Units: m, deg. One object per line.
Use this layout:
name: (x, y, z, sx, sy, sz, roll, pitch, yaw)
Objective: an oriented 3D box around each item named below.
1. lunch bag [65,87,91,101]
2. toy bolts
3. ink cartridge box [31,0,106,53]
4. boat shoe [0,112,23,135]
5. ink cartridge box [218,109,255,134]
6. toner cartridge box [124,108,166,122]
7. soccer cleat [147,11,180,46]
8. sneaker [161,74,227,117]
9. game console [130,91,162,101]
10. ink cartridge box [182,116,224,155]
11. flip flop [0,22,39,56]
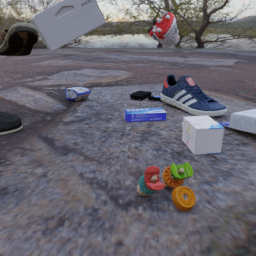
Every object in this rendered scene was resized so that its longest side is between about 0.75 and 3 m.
lunch bag: (-2.254, -1.549, 12.643, 0.922, 0.571, 0.783, 6, 18, 39)
toy bolts: (0.683, 1.165, 5.311, 1.017, 0.706, 0.972, 3, 58, -21)
ink cartridge box: (-2.037, -3.862, 10.015, 2.104, 1.214, 2.900, -28, 23, 3)
boat shoe: (-4.677, -0.350, 8.646, 2.701, 0.846, 0.988, 6, 25, -7)
ink cartridge box: (4.708, -0.334, 8.585, 2.775, 0.612, 2.827, -10, 15, -22)
toner cartridge box: (0.596, -0.483, 10.013, 1.416, 0.306, 0.672, -3, 20, -8)
soccer cleat: (1.570, -3.750, 10.985, 1.244, 1.002, 2.921, 32, 9, -13)
sneaker: (2.492, -1.364, 10.905, 1.118, 1.261, 2.984, -17, 31, -41)
game console: (1.082, -1.445, 12.843, 1.877, 0.226, 1.107, 11, 22, 26)
ink cartridge box: (1.973, 0.144, 7.620, 0.748, 0.729, 1.164, -3, 20, -7)
flip flop: (-1.917, -1.524, 4.746, 0.589, 0.418, 1.453, -10, 0, -34)
